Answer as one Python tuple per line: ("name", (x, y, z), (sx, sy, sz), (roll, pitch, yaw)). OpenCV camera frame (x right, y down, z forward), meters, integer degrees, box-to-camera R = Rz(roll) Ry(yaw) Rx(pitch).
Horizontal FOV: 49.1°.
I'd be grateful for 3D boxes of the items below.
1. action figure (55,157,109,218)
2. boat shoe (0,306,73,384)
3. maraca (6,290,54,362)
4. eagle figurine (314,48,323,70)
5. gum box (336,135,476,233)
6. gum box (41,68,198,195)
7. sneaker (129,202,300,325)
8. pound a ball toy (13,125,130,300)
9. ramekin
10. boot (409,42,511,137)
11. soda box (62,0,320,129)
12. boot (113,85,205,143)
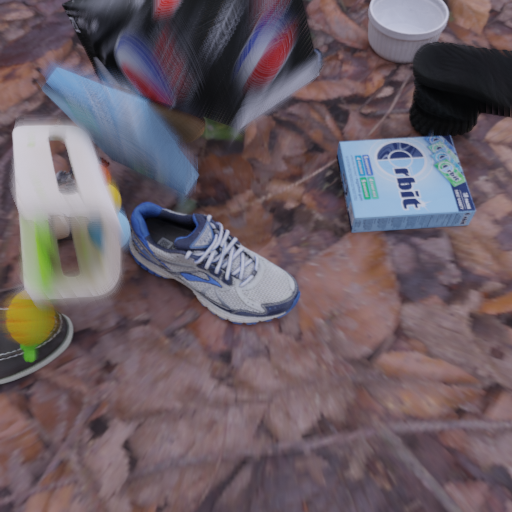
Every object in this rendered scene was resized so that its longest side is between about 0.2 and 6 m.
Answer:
("action figure", (-2.736, -1.026, 8.467), (0.764, 0.656, 1.285), (36, 104, -11))
("boat shoe", (-3.728, 1.114, 6.991), (2.697, 0.812, 0.961), (-12, 57, -9))
("maraca", (-2.678, 0.814, 6.624), (0.515, 0.963, 0.660), (0, 34, -34))
("eagle figurine", (0.801, -3.546, 10.216), (0.631, 0.628, 0.832), (60, 33, -11))
("gum box", (2.266, -1.141, 8.681), (1.806, 0.402, 1.535), (-3, 58, -2))
("gum box", (-1.779, -1.653, 7.644), (1.537, 1.809, 0.403), (26, 78, 24))
("sneaker", (-0.644, 0.051, 7.513), (2.612, 1.113, 1.006), (21, 60, 12))
("pound a ball toy", (-2.330, -0.439, 7.005), (1.182, 1.814, 2.781), (-4, 33, -22))
("ramekin", (2.764, -4.267, 10.458), (1.431, 0.751, 1.431), (0, 57, 0))
("boot", (3.411, -2.318, 8.516), (2.247, 1.680, 0.846), (27, 78, 24))
("soda box", (-1.078, -2.961, 7.547), (1.427, 1.277, 4.034), (-38, 41, -19))
("boot", (-1.357, -2.901, 9.264), (2.246, 0.813, 1.869), (22, 72, 33))
